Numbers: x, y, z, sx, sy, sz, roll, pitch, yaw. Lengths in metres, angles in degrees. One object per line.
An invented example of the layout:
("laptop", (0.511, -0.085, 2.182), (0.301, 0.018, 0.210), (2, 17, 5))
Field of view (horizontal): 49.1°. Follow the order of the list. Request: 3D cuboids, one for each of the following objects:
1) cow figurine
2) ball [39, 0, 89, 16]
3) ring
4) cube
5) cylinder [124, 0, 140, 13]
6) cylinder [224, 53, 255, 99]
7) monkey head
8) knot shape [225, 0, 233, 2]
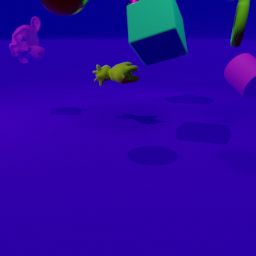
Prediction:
("cow figurine", (-0.428, -1.764, 9.241), (1.329, 0.742, 1.351), (-14, 23, -12))
("ball", (-1.326, -2.895, 5.733), (1.136, 1.136, 1.136), (0, 19, 0))
("ring", (2.936, -2.778, 7.352), (0.259, 1.296, 1.296), (10, 21, 15))
("cube", (0.792, -2.638, 7.560), (1.238, 1.238, 1.238), (-12, -22, 22))
("cylinder", (0.613, -5.164, 11.068), (1.357, 1.357, 1.357), (8, 22, -3))
("cylinder", (2.548, -1.100, 5.951), (0.710, 0.710, 0.710), (-8, 47, -23))
("monkey head", (-3.459, -2.946, 9.915), (1.304, 1.813, 1.093), (27, 25, -7))
("knot shape", (2.863, -3.644, 6.895), (1.495, 0.738, 1.598), (-27, 11, -40))
